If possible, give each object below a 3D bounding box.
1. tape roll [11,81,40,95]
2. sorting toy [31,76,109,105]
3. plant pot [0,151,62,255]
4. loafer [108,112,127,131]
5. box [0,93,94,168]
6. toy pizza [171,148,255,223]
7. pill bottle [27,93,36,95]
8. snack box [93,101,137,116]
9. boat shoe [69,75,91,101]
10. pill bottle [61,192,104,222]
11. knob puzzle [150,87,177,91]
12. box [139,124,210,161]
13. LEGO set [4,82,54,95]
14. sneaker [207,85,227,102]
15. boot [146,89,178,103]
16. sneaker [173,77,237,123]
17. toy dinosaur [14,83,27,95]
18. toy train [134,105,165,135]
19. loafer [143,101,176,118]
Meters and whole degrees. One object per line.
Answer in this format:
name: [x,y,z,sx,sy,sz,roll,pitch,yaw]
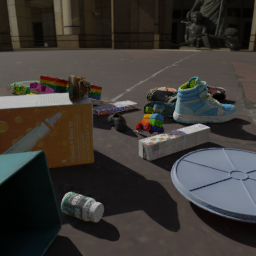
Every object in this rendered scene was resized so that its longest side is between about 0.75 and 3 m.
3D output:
tape roll: [-5.774,-2.368,16.443,2.036,0.489,2.036,0,20,0]
sorting toy: [-2.521,-1.714,12.805,2.575,0.896,2.559,12,6,22]
plant pot: [-2.571,1.412,4.532,2.242,1.584,1.584,-3,18,15]
loafer: [-0.397,-0.350,10.741,0.548,0.544,1.504,-9,21,-22]
box: [-2.459,0.066,7.760,2.842,1.768,1.385,-6,21,-15]
toy pizza: [2.486,1.261,6.385,2.990,0.474,2.990,0,21,0]
pill bottle: [-4.225,-1.152,12.633,0.773,0.773,1.375,-13,23,-32]
snack box: [-0.624,-0.926,12.763,2.111,0.257,0.759,-14,24,-34]
boat shoe: [-1.310,-1.138,7.637,0.613,0.628,1.660,0,20,-12]
pill bottle: [-0.897,1.577,5.556,0.774,0.438,0.438,10,22,26]
knob puzzle: [2.236,-2.259,16.532,1.569,0.218,1.569,0,20,0]
box: [1.498,0.401,8.697,2.612,0.541,0.505,-14,24,-32]
LEGO set: [-3.966,-1.121,11.395,2.773,1.058,1.138,6,-8,43]
sneaker: [4.041,-1.785,14.430,2.091,0.791,1.207,5,23,12]
boot: [2.154,-1.548,13.565,2.230,0.805,1.684,-21,33,-40]
sneaker: [3.190,-1.155,11.161,2.726,1.780,1.084,-4,19,-14]
toy dinosaur: [-4.904,-1.537,13.489,2.694,1.187,0.639,-2,56,-1]
toy train: [0.649,-0.301,9.508,0.676,0.924,1.597,16,-6,-27]
loafer: [1.565,-0.744,11.876,2.000,0.719,0.629,-3,-6,-11]
